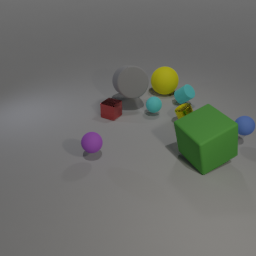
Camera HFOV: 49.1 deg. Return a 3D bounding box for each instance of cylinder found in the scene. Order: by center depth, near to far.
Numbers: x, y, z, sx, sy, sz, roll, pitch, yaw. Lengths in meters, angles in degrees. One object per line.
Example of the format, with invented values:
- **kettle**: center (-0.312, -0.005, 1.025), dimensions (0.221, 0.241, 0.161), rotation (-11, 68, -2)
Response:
- **cylinder**: center (2.353, -0.547, 11.451), dimensions (0.700, 0.700, 0.700), rotation (-25, 20, 10)
- **cylinder**: center (0.083, -2.099, 12.632), dimensions (1.400, 1.400, 1.400), rotation (-6, 14, -10)
- **cylinder**: center (2.639, -1.577, 13.071), dimensions (0.700, 0.700, 0.700), rotation (-29, -1, -40)

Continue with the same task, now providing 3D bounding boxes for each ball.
- **ball**: center (-1.179, 0.472, 9.143), dimensions (0.700, 0.700, 0.700), rotation (0, 30, 0)
- **ball**: center (4.115, -0.083, 9.895), dimensions (0.700, 0.700, 0.700), rotation (0, 30, 0)
- **ball**: center (1.129, -1.021, 12.220), dimensions (0.700, 0.700, 0.700), rotation (0, 30, 0)
- **ball**: center (1.859, -2.400, 14.202), dimensions (1.400, 1.400, 1.400), rotation (0, 30, 0)

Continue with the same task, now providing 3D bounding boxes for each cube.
- **cube**: center (2.503, 0.341, 8.998), dimensions (1.400, 1.400, 1.400), rotation (-27, 40, -11)
- **cube**: center (-0.722, -0.822, 12.172), dimensions (0.700, 0.700, 0.700), rotation (16, 33, 26)
